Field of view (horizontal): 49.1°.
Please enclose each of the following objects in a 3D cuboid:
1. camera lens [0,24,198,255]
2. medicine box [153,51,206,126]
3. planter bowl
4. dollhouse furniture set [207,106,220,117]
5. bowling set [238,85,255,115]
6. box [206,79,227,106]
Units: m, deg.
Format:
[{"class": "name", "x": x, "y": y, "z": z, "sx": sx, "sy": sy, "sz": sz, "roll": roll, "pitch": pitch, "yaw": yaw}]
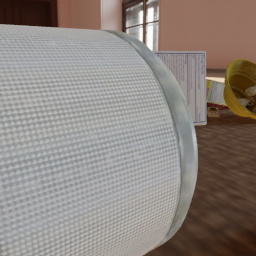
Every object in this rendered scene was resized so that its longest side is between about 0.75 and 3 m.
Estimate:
[{"class": "camera lens", "x": -1.083, "y": 0.344, "z": 2.473, "sx": 2.989, "sy": 2.391, "sz": 2.391, "roll": -12, "pitch": 19, "yaw": -37}, {"class": "medicine box", "x": 1.020, "y": -1.103, "z": 8.207, "sx": 2.327, "sy": 2.120, "sz": 1.198, "roll": -5, "pitch": 8, "yaw": -19}, {"class": "planter bowl", "x": 4.121, "y": -1.154, "z": 9.822, "sx": 2.397, "sy": 2.397, "sz": 0.998, "roll": -8, "pitch": -21, "yaw": -27}, {"class": "dollhouse furniture set", "x": 2.707, "y": -0.938, "z": 10.100, "sx": 1.149, "sy": 0.936, "sz": 1.093, "roll": 3, "pitch": 15, "yaw": 12}, {"class": "bowling set", "x": 4.605, "y": -1.080, "z": 9.146, "sx": 1.149, "sy": 1.490, "sz": 2.141, "roll": -18, "pitch": 36, "yaw": -34}, {"class": "box", "x": 3.470, "y": -1.472, "z": 11.549, "sx": 1.807, "sy": 0.874, "sz": 1.590, "roll": 7, "pitch": 10, "yaw": -28}]
